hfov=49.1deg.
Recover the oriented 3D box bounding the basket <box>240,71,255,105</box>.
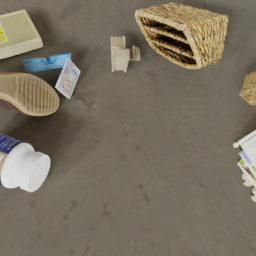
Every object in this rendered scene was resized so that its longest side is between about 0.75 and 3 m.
[{"bbox_3d":[3.479,-1.064,7.171,0.663,0.930,0.693,36,64,-15],"label":"basket"}]

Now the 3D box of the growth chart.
[{"bbox_3d":[3.104,0.805,6.219,1.318,0.162,1.822,-34,53,26],"label":"growth chart"}]

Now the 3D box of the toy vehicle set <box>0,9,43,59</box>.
[{"bbox_3d":[-4.092,-2.743,8.566,2.508,0.333,1.559,-22,62,-16],"label":"toy vehicle set"}]

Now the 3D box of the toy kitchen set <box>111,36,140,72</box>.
[{"bbox_3d":[-0.020,-2.241,7.882,0.859,0.950,1.053,-1,76,-7],"label":"toy kitchen set"}]

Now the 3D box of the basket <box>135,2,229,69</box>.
[{"bbox_3d":[1.332,-2.408,7.672,1.589,1.523,2.134,-24,42,-29],"label":"basket"}]

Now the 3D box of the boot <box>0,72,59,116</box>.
[{"bbox_3d":[-3.351,-0.929,7.067,2.203,2.648,0.958,5,84,41],"label":"boot"}]

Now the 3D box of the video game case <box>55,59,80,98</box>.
[{"bbox_3d":[-1.603,-1.320,7.539,0.078,0.624,0.871,8,71,26],"label":"video game case"}]

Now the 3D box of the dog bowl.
[{"bbox_3d":[-2.213,-1.812,7.750,1.329,0.329,0.741,-14,21,-19],"label":"dog bowl"}]

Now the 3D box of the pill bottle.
[{"bbox_3d":[-2.717,0.700,6.166,1.793,1.038,1.038,18,59,11],"label":"pill bottle"}]
